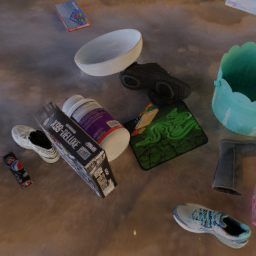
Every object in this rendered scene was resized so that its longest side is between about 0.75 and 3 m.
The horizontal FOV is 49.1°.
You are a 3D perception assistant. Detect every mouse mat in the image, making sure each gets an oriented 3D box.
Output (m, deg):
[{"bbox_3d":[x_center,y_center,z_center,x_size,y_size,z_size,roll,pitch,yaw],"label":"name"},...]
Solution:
[{"bbox_3d":[1.244,0.182,9.784,2.512,0.095,2.021,-24,60,-6],"label":"mouse mat"}]

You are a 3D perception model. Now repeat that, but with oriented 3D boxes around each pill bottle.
[{"bbox_3d":[-1.156,-0.057,9.441,1.351,1.351,2.402,-36,62,-22],"label":"pill bottle"}]

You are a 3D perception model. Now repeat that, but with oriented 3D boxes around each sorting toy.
[{"bbox_3d":[0.547,-0.326,9.306,0.720,1.493,0.252,-22,62,-43],"label":"sorting toy"}]

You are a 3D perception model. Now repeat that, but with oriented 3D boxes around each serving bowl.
[{"bbox_3d":[-0.685,-2.937,11.386,2.841,0.935,2.841,-15,37,12],"label":"serving bowl"}]

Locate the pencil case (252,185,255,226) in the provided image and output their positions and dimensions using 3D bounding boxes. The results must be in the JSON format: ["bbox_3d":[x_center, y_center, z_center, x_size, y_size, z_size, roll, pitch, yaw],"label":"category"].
[{"bbox_3d":[4.013,2.282,8.317,0.569,0.569,1.301,17,58,11],"label":"pencil case"}]

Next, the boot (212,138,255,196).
[{"bbox_3d":[3.607,1.253,8.959,1.676,0.669,1.843,2,47,18],"label":"boot"}]

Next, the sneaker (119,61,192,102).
[{"bbox_3d":[1.153,-1.976,10.976,2.881,1.094,1.308,21,52,12],"label":"sneaker"}]

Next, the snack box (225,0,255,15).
[{"bbox_3d":[6.583,-7.009,14.482,2.182,0.875,2.587,29,59,17],"label":"snack box"}]

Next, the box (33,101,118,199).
[{"bbox_3d":[-1.406,0.747,8.055,0.678,2.726,2.149,-42,64,-17],"label":"box"}]

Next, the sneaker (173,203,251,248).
[{"bbox_3d":[2.368,2.566,7.883,2.186,0.944,0.848,17,57,12],"label":"sneaker"}]

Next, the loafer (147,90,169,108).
[{"bbox_3d":[1.232,-1.004,10.656,0.444,0.429,1.265,-35,68,-18],"label":"loafer"}]

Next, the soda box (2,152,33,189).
[{"bbox_3d":[-3.565,1.354,9.022,0.388,0.434,1.226,-34,62,-24],"label":"soda box"}]

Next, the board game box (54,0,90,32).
[{"bbox_3d":[-2.794,-5.610,13.933,1.124,0.212,2.184,-22,58,-13],"label":"board game box"}]

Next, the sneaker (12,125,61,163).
[{"bbox_3d":[-3.162,0.251,9.322,2.062,1.186,0.778,29,60,18],"label":"sneaker"}]

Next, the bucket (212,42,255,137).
[{"bbox_3d":[4.521,-1.330,9.917,3.094,2.013,3.094,0,55,-1],"label":"bucket"}]
